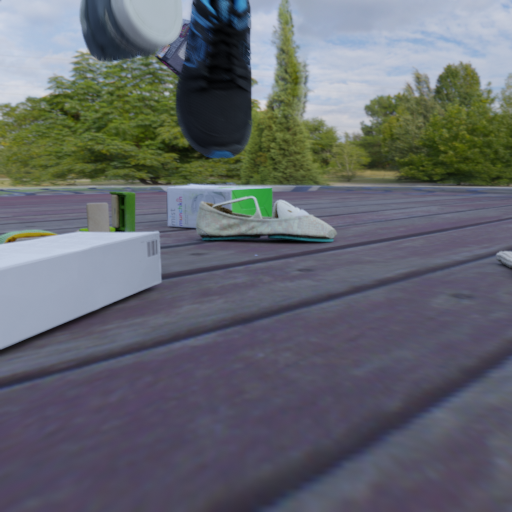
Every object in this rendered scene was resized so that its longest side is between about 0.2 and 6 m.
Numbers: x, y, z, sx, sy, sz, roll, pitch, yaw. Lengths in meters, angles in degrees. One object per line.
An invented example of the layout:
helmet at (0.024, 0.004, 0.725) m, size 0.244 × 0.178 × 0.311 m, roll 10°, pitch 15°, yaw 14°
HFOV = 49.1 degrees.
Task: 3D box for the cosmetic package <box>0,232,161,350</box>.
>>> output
cosmetic package at (-2.070, 0.222, 5.572) m, size 1.133 × 0.695 × 2.744 m, roll 3°, pitch 9°, yaw 18°

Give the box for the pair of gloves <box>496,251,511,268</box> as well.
pair of gloves at (4.657, 0.085, 7.424) m, size 2.380 × 0.417 × 2.024 m, roll 0°, pitch 9°, yaw 6°

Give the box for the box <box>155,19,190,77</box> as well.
box at (-1.190, -4.286, 12.503) m, size 1.669 × 1.103 × 0.958 m, roll 34°, pitch 6°, yaw -38°

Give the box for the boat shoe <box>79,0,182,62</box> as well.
boat shoe at (-1.214, -2.901, 4.793) m, size 0.794 × 2.569 × 0.935 m, roll -13°, pitch -10°, yaw 39°

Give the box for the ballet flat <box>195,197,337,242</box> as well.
ballet flat at (0.182, -0.725, 11.043) m, size 2.824 × 0.880 × 0.952 m, roll 1°, pitch 6°, yaw 4°

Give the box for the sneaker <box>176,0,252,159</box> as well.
sneaker at (-0.464, -2.216, 6.182) m, size 0.859 × 2.346 × 0.961 m, roll -1°, pitch -19°, yaw -8°

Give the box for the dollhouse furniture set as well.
dollhouse furniture set at (-3.472, -0.660, 10.336) m, size 2.551 × 0.985 × 1.275 m, roll -7°, pitch 11°, yaw -38°

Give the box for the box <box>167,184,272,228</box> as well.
box at (-0.880, -1.269, 14.061) m, size 1.879 × 1.029 × 2.129 m, roll 5°, pitch 10°, yaw 27°
